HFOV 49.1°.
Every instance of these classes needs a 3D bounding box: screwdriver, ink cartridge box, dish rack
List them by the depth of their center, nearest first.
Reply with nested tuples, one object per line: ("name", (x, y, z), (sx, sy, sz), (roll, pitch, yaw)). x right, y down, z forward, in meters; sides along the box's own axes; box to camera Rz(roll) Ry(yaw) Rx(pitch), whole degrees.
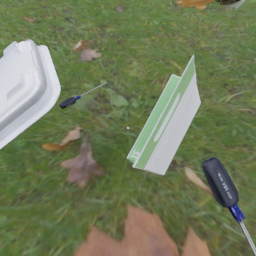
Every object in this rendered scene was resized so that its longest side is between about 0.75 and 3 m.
("screwdriver", (1.730, 1.499, 4.045), (0.346, 0.332, 2.377), (-29, 89, -32))
("dish rack", (-2.404, -0.474, 4.886), (2.506, 0.546, 2.151), (-36, 44, 7))
("ink cartridge box", (0.632, -0.099, 5.083), (0.606, 2.529, 1.840), (27, 87, 22))
("screwdriver", (-1.130, -0.843, 7.247), (1.370, 0.199, 0.191), (-27, 31, -19))

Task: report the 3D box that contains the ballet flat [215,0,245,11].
("ballet flat", (1.942, -3.063, 5.852), (0.943, 1.047, 2.780), (-32, 41, 10))
